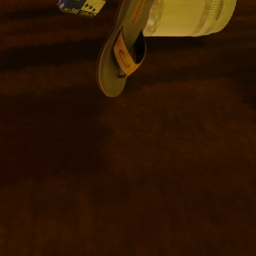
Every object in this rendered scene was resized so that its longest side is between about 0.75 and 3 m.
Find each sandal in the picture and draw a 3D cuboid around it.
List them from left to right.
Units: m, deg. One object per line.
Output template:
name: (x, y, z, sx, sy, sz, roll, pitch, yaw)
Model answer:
sandal: (0.065, -1.755, 6.044, 0.722, 2.646, 1.081, 38, 29, 23)

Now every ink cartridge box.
ink cartridge box: (-1.313, -3.565, 7.995, 1.352, 0.635, 0.299, -17, 70, -52)

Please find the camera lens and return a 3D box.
camera lens: (1.338, -3.498, 7.523, 2.463, 1.970, 1.970, -5, 51, -15)
